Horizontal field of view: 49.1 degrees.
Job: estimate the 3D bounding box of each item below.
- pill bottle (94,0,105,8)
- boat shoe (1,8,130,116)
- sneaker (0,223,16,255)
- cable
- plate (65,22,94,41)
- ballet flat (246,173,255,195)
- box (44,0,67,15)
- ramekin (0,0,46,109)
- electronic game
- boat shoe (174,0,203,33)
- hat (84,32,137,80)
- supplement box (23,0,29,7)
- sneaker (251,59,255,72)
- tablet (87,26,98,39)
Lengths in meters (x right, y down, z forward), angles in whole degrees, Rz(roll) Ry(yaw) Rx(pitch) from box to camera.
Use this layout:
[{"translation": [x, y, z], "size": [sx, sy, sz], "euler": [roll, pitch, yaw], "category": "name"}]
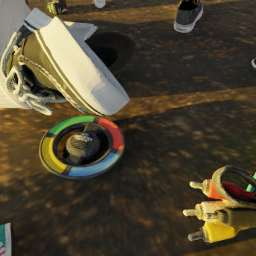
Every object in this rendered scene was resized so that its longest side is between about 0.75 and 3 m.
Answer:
[{"translation": [-1.308, -5.810, 12.601], "size": [0.495, 0.495, 0.876], "euler": [-8, 45, -8], "category": "pill bottle"}, {"translation": [-0.844, -0.621, 2.881], "size": [0.845, 0.914, 2.475], "euler": [-45, 44, 0], "category": "boat shoe"}, {"translation": [-2.209, 2.122, 4.445], "size": [0.739, 0.512, 1.224], "euler": [-9, 37, -16], "category": "sneaker"}, {"translation": [2.424, 1.372, 4.917], "size": [2.807, 0.706, 1.363], "euler": [4, 87, -5], "category": "cable"}, {"translation": [-2.273, -3.223, 10.018], "size": [1.795, 0.291, 1.799], "euler": [7, 50, 8], "category": "plate"}, {"translation": [3.116, 0.788, 5.644], "size": [0.780, 0.844, 2.502], "euler": [33, 53, 17], "category": "ballet flat"}, {"translation": [-3.103, -5.268, 12.036], "size": [0.607, 0.508, 0.818], "euler": [-34, 53, -30], "category": "box"}, {"translation": [-3.094, -1.783, 6.944], "size": [1.322, 2.838, 2.838], "euler": [-8, 44, 7], "category": "ramekin"}, {"translation": [-1.014, 0.385, 6.319], "size": [1.929, 0.401, 1.929], "euler": [0, 44, 0], "category": "electronic game"}, {"translation": [2.465, -4.918, 11.343], "size": [1.019, 0.965, 2.913], "euler": [16, 47, 16], "category": "boat shoe"}, {"translation": [-0.854, -1.643, 7.978], "size": [2.514, 1.014, 2.514], "euler": [-11, 44, 11], "category": "hat"}, {"translation": [-4.029, -3.202, 8.796], "size": [1.381, 2.057, 2.055], "euler": [2, 44, 3], "category": "supplement box"}, {"translation": [4.737, -1.884, 8.348], "size": [1.955, 0.809, 0.701], "euler": [24, 49, 23], "category": "sneaker"}, {"translation": [-2.162, -3.794, 10.811], "size": [1.733, 0.118, 1.128], "euler": [12, 46, 13], "category": "tablet"}]
